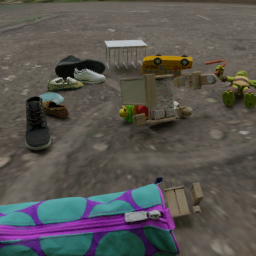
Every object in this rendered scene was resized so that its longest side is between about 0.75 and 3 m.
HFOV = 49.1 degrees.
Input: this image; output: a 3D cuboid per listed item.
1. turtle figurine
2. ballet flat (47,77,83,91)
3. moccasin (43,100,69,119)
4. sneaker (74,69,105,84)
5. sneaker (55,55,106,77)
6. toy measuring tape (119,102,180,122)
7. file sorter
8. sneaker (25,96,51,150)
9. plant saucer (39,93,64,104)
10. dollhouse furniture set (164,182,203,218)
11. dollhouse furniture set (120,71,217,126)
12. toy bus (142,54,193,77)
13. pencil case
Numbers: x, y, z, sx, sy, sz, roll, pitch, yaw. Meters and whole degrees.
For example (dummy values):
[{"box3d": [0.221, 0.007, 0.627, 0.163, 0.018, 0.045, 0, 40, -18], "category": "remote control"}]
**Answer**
[{"box3d": [4.169, -1.645, 10.738, 2.814, 0.906, 2.269, 20, 43, 11], "category": "turtle figurine"}, {"box3d": [-2.594, -1.847, 11.540, 1.499, 0.530, 0.530, -9, 31, -15], "category": "ballet flat"}, {"box3d": [-2.615, -0.721, 9.506, 1.360, 0.525, 0.498, 20, 35, 31], "category": "moccasin"}, {"box3d": [-1.683, -2.287, 12.267, 1.369, 0.551, 0.523, 1, 28, -1], "category": "sneaker"}, {"box3d": [-2.200, -2.977, 13.147, 2.272, 0.869, 1.301, -6, 36, 0], "category": "sneaker"}, {"box3d": [0.769, -0.823, 9.394, 2.398, 0.882, 0.882, -16, 33, -26], "category": "toy measuring tape"}, {"box3d": [-0.125, -3.687, 14.084, 1.907, 1.188, 1.323, -6, 30, -10], "category": "file sorter"}, {"box3d": [-2.681, -0.172, 8.054, 0.700, 0.995, 1.872, -10, 31, -18], "category": "sneaker"}, {"box3d": [-2.975, -1.130, 10.568, 1.067, 0.205, 1.067, -1, 30, 0], "category": "plant saucer"}, {"box3d": [0.933, 1.544, 5.689, 1.133, 0.502, 0.587, -10, 61, -1], "category": "dollhouse furniture set"}, {"box3d": [1.358, -0.919, 8.467, 2.867, 1.486, 1.269, -11, 12, -31], "category": "dollhouse furniture set"}, {"box3d": [1.811, -2.899, 12.986, 2.262, 0.885, 0.736, 4, 28, 7], "category": "toy bus"}, {"box3d": [-0.757, 1.640, 4.475, 2.971, 1.373, 1.264, -7, 60, -8], "category": "pencil case"}]
